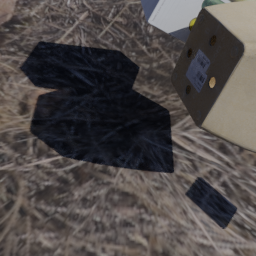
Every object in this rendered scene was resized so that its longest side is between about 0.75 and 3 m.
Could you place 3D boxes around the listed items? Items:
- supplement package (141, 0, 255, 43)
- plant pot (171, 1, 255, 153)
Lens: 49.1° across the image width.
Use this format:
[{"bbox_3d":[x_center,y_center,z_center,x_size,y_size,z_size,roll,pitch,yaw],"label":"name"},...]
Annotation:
[{"bbox_3d":[1.504,-2.619,5.760,1.943,1.475,1.464,21,36,-20],"label":"supplement package"},{"bbox_3d":[2.005,-0.923,4.752,1.895,2.140,2.138,4,41,-21],"label":"plant pot"}]
